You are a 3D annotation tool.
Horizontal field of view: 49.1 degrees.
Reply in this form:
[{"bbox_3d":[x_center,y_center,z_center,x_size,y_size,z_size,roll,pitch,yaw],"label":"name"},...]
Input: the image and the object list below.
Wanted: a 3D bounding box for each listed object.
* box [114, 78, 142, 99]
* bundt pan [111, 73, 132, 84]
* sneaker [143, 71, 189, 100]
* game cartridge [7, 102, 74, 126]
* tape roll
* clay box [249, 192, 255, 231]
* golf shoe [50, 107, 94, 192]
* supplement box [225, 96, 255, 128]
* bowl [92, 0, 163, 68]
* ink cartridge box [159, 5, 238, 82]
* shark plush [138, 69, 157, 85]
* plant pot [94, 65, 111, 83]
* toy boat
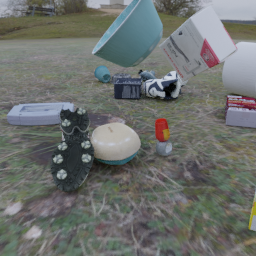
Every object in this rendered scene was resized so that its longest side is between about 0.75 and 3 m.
[{"bbox_3d":[0.024,-1.938,13.602,1.254,0.791,1.276,3,22,6],"label":"box"},{"bbox_3d":[-0.368,-2.893,16.360,1.306,0.490,1.306,0,21,0],"label":"bundt pan"},{"bbox_3d":[2.249,-1.980,13.377,2.676,1.068,1.741,-14,27,-30],"label":"sneaker"},{"bbox_3d":[-3.282,-0.553,10.747,2.339,0.486,1.557,-2,27,-6],"label":"game cartridge"},{"bbox_3d":[5.961,-2.727,13.282,2.533,2.533,1.739,-16,26,-35],"label":"tape roll"},{"bbox_3d":[2.720,1.224,4.919,0.881,1.534,0.365,11,25,23],"label":"clay box"},{"bbox_3d":[-1.335,0.629,7.237,0.999,1.139,2.587,0,45,-3],"label":"golf shoe"},{"bbox_3d":[4.349,-0.677,10.760,1.118,0.625,2.054,6,22,15],"label":"supplement box"},{"bbox_3d":[0.116,-2.387,7.313,1.079,2.063,2.063,39,13,-19],"label":"bowl"},{"bbox_3d":[1.945,-2.320,8.124,0.813,1.439,1.964,-37,6,-18],"label":"ink cartridge box"},{"bbox_3d":[1.153,-2.602,14.345,0.910,0.993,2.185,41,1,26],"label":"shark plush"},{"bbox_3d":[-1.422,-3.091,16.465,0.888,0.888,0.834,-11,40,-25],"label":"plant pot"},{"bbox_3d":[0.101,0.460,7.715,2.292,1.065,1.926,-11,19,-7],"label":"toy boat"}]
